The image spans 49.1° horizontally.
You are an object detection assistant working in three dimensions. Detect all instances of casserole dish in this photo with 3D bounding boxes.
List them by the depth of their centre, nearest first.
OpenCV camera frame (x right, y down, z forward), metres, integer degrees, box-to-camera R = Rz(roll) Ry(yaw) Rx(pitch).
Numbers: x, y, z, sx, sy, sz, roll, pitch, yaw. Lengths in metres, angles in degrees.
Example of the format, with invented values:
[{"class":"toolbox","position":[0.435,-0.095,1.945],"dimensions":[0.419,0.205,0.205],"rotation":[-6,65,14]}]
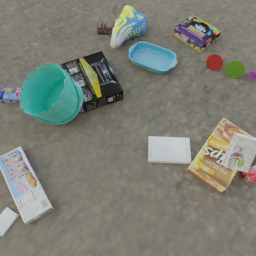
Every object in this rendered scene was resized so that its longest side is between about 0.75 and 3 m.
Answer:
[{"class":"casserole dish","position":[1.137,-3.244,13.133],"dimensions":[2.343,0.455,1.419],"rotation":[23,62,14]}]

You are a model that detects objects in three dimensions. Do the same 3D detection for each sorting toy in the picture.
[{"class":"sorting toy","position":[4.822,-2.866,12.882],"dimensions":[2.350,0.815,0.809],"rotation":[24,39,15]}]

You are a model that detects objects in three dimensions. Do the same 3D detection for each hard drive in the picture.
[{"class":"hard drive","position":[-4.197,3.180,9.523],"dimensions":[0.537,0.109,0.814],"rotation":[27,63,15]},{"class":"hard drive","position":[1.592,0.843,10.845],"dimensions":[1.615,0.215,1.065],"rotation":[2,60,1]}]

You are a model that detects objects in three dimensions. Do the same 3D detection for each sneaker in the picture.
[{"class":"sneaker","position":[0.151,-4.870,13.685],"dimensions":[1.498,1.080,2.851],"rotation":[18,61,0]}]

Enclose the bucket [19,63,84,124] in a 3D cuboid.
[{"class":"bucket","position":[-2.916,-1.248,10.975],"dimensions":[2.229,1.450,2.229],"rotation":[-9,69,24]}]

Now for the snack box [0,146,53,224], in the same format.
[{"class":"snack box","position":[-3.763,1.984,10.092],"dimensions":[1.003,0.339,2.790],"rotation":[-29,64,-16]}]

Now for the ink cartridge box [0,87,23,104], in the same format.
[{"class":"ink cartridge box","position":[-5.087,-1.415,12.107],"dimensions":[0.951,0.363,0.649],"rotation":[2,59,3]}]

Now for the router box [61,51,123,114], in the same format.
[{"class":"router box","position":[-1.590,-2.053,12.291],"dimensions":[2.000,0.664,2.544],"rotation":[-20,61,-12]}]

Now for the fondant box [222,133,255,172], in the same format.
[{"class":"fondant box","position":[3.206,0.699,7.944],"dimensions":[0.726,1.006,0.293],"rotation":[14,17,-9]}]

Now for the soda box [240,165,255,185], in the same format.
[{"class":"soda box","position":[4.899,1.580,10.268],"dimensions":[1.438,0.456,0.503],"rotation":[-18,61,-11]}]

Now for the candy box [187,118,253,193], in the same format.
[{"class":"candy box","position":[3.497,0.975,10.432],"dimensions":[1.433,0.686,2.482],"rotation":[35,65,13]}]

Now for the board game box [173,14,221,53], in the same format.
[{"class":"board game box","position":[3.432,-4.748,13.989],"dimensions":[1.484,0.509,1.796],"rotation":[-39,66,-22]}]

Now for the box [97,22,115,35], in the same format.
[{"class":"box","position":[-1.015,-5.080,14.251],"dimensions":[1.099,0.412,0.550],"rotation":[2,59,3]}]
